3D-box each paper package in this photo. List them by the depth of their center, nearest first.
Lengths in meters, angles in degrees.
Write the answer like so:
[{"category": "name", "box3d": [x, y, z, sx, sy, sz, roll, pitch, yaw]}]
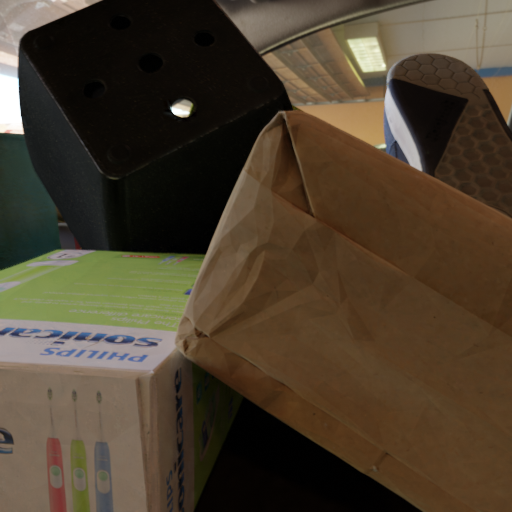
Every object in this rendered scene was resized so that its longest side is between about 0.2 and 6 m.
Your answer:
[{"category": "paper package", "box3d": [0.821, 0.203, 2.691, 1.889, 1.025, 1.982, 32, 15, 5]}]

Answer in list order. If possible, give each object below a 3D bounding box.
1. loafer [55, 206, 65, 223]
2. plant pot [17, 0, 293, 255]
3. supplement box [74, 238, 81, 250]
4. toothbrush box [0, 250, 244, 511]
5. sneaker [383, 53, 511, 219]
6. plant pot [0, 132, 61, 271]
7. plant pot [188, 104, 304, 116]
[{"category": "loafer", "box3d": [-4.167, -1.205, 12.424, 2.589, 0.984, 0.873, -3, -2, -19]}, {"category": "plant pot", "box3d": [-0.766, -0.960, 4.651, 2.066, 2.071, 1.837, -31, -17, -14]}, {"category": "supplement box", "box3d": [-0.964, -0.392, 5.950, 1.097, 1.629, 1.652, -4, 6, 27]}, {"category": "toothbrush box", "box3d": [-0.882, 0.569, 3.005, 1.478, 0.874, 2.030, 2, 10, 9]}, {"category": "sneaker", "box3d": [1.830, -0.005, 5.456, 1.262, 2.399, 3.320, -1, 51, 1]}, {"category": "plant pot", "box3d": [-3.528, -0.701, 7.302, 1.941, 1.824, 1.941, 3, 9, 0]}, {"category": "plant pot", "box3d": [0.259, -1.834, 11.481, 3.088, 3.208, 3.208, 9, 6, -21]}]
